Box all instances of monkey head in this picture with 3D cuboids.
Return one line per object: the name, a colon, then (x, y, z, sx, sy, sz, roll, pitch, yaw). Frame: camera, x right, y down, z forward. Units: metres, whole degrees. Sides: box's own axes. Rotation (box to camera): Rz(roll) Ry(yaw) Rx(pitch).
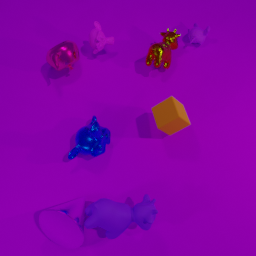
monkey head: (-0.927, -3.020, 9.554, 0.799, 1.110, 0.669, -11, 35, -26)
monkey head: (-1.095, 0.219, 8.003, 0.972, 1.161, 1.613, 14, 56, 24)
monkey head: (2.541, -3.406, 10.048, 0.626, 0.748, 1.039, 21, 61, -7)

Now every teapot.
teapot: (-2.083, -2.273, 9.142, 1.125, 1.810, 0.886, -25, 104, 21)

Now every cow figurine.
cow figurine: (1.182, -2.704, 9.412, 0.773, 1.409, 1.386, 18, 105, 30)
cow figurine: (-0.120, 2.058, 6.749, 1.482, 1.506, 0.827, -41, 32, 25)

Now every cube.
cube: (1.228, -0.336, 8.038, 0.725, 0.725, 0.725, -31, 56, 26)

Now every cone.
cone: (-1.417, 2.190, 7.297, 1.249, 1.249, 1.254, 22, 33, 11)
